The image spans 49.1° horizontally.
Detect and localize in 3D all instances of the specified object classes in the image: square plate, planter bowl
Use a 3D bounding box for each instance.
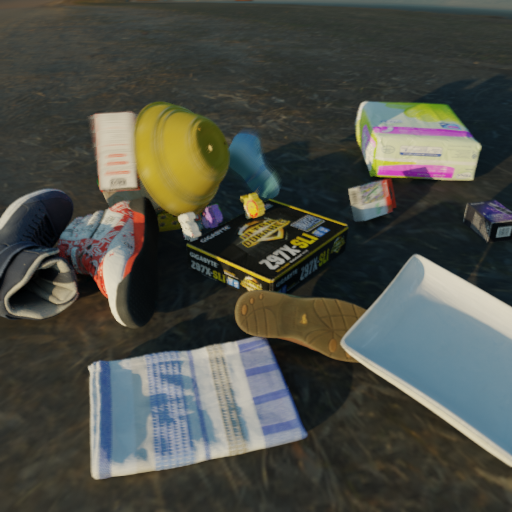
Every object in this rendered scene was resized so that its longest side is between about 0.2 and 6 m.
[{"bbox_3d":[2.918,1.365,7.920,2.783,0.400,2.810,33,42,19],"label":"square plate"},{"bbox_3d":[-1.155,-1.894,10.388,0.931,2.236,2.236,-11,22,35],"label":"planter bowl"}]

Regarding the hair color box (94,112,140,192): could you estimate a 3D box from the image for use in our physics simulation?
[{"bbox_3d":[-2.628,-1.962,10.643,0.722,1.422,0.436,-3,-1,-4],"label":"hair color box"}]

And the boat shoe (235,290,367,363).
[{"bbox_3d":[0.888,1.003,8.611,2.405,0.866,0.812,13,1,3],"label":"boat shoe"}]

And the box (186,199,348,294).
[{"bbox_3d":[0.264,-0.179,10.833,2.031,0.628,2.544,24,39,32],"label":"box"}]

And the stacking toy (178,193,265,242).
[{"bbox_3d":[-1.094,-0.703,11.310,1.657,0.516,2.198,-21,8,-34],"label":"stacking toy"}]

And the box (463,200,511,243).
[{"bbox_3d":[4.974,-0.738,11.856,0.710,0.500,0.959,-8,33,-12],"label":"box"}]

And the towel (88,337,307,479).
[{"bbox_3d":[-0.887,1.937,7.607,2.723,0.324,2.000,-7,32,-11],"label":"towel"}]

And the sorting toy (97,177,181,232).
[{"bbox_3d":[-2.427,-1.098,12.177,1.391,0.488,2.886,-24,44,-13],"label":"sorting toy"}]

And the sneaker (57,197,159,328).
[{"bbox_3d":[-2.669,0.222,9.899,1.675,1.043,3.124,-15,41,7],"label":"sneaker"}]

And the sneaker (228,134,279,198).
[{"bbox_3d":[0.015,-2.027,12.126,0.609,1.532,1.000,-23,37,33],"label":"sneaker"}]

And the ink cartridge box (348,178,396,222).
[{"bbox_3d":[2.700,-1.276,12.433,1.359,0.741,0.342,-18,10,-32],"label":"ink cartridge box"}]

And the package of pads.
[{"bbox_3d":[4.180,-3.183,15.246,2.709,1.196,3.507,3,30,2],"label":"package of pads"}]

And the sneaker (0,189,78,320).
[{"bbox_3d":[-3.731,-0.089,9.862,2.331,1.227,3.226,4,39,27],"label":"sneaker"}]
